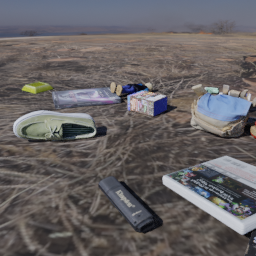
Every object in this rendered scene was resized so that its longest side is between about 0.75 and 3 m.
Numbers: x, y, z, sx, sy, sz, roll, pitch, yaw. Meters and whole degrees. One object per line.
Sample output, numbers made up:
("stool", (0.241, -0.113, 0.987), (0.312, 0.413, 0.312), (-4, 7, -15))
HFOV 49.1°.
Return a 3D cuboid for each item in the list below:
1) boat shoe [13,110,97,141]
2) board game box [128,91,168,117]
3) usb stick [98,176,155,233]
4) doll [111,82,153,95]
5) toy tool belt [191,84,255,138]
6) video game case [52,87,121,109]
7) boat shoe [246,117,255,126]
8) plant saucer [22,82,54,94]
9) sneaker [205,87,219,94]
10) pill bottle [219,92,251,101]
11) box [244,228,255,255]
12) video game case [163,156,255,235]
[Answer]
("boat shoe", (-2.312, -0.045, 9.149), (2.660, 0.957, 0.825), (-6, 24, -21))
("board game box", (0.826, -1.064, 11.878), (1.341, 0.649, 1.069), (18, 29, 36))
("usb stick", (-0.082, 1.595, 6.097), (0.505, 0.297, 1.821), (-13, 26, -28))
("doll", (0.358, -1.939, 13.951), (2.374, 0.575, 1.620), (-9, 27, -40))
("toy tool belt", (3.422, -0.589, 9.340), (2.649, 1.628, 1.654), (14, 45, 29))
("video game case", (-2.030, -1.467, 13.338), (2.969, 0.282, 2.121), (-6, 24, -16))
("boat shoe", (4.484, -0.170, 10.194), (1.624, 0.463, 0.543), (15, 5, 23))
("plant saucer", (-4.849, -2.204, 15.020), (1.220, 0.293, 1.222), (16, 27, 33))
("sneaker", (4.236, -1.887, 14.156), (0.572, 0.357, 0.969), (12, 23, 41))
("pill bottle", (4.523, -1.154, 11.961), (1.273, 0.762, 0.762), (10, 25, 23))
("box", (2.695, 2.199, 4.640), (1.348, 0.335, 1.338), (14, 27, 29))
("video game case", (2.367, 1.332, 6.358), (2.194, 0.282, 2.413), (-12, 18, -27))
